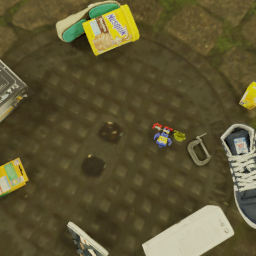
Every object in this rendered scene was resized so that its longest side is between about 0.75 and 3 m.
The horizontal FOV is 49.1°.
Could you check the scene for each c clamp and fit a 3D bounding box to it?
[{"bbox_3d":[2.381,0.705,9.092,0.801,0.127,0.938,-20,76,-5],"label":"c clamp"}]

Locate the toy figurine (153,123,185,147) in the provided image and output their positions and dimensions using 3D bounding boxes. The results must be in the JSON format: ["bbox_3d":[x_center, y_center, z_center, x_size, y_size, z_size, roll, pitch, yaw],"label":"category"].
[{"bbox_3d":[1.245,0.349,9.116,1.091,0.575,0.653,23,105,8],"label":"toy figurine"}]

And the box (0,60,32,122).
[{"bbox_3d":[-5.070,-1.032,9.229,2.309,0.705,2.915,42,79,10],"label":"box"}]

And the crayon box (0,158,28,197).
[{"bbox_3d":[-3.808,1.595,8.756,1.300,0.335,0.817,-26,77,-6],"label":"crayon box"}]

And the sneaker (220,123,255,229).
[{"bbox_3d":[2.250,0.792,5.298,0.704,1.090,2.009,-16,40,21],"label":"sneaker"}]

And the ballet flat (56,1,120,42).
[{"bbox_3d":[-1.461,-3.957,9.996,2.434,0.845,0.845,-29,78,-6],"label":"ballet flat"}]

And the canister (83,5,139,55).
[{"bbox_3d":[-0.597,-3.373,9.743,1.644,0.712,1.221,-24,96,-4],"label":"canister"}]

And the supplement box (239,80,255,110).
[{"bbox_3d":[4.175,-1.097,9.390,0.439,0.436,0.802,31,78,7],"label":"supplement box"}]

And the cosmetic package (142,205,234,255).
[{"bbox_3d":[1.623,3.148,7.926,2.367,1.203,0.876,-26,77,-8],"label":"cosmetic package"}]

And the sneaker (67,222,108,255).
[{"bbox_3d":[-1.305,3.403,8.169,1.467,0.575,0.582,39,73,7],"label":"sneaker"}]
